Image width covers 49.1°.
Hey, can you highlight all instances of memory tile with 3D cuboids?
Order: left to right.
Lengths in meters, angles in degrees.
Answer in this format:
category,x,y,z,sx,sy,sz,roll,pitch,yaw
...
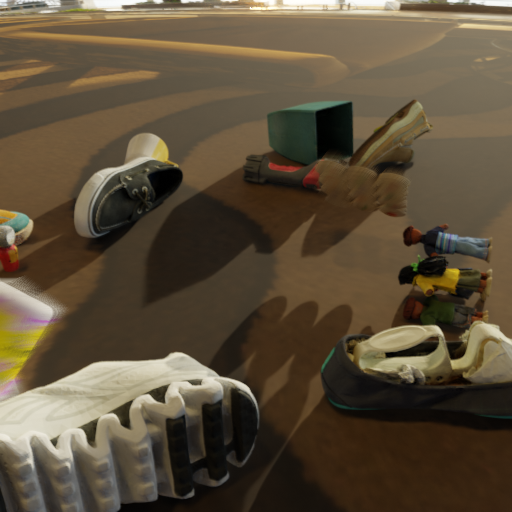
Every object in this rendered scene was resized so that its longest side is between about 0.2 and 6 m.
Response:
category,x,y,z,sx,sy,sz,roll,pitch,yaw
memory tile,1.665,-1.000,8.747,1.407,0.154,1.836,15,-8,16

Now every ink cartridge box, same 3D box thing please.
category,x,y,z,sx,sy,sz,roll,pitch,yaw
ink cartridge box,-3.109,1.470,5.713,0.481,0.852,1.161,8,31,21

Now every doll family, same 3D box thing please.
category,x,y,z,sx,sy,sz,roll,pitch,yaw
doll family,2.664,0.231,8.052,1.301,0.883,2.250,7,25,20

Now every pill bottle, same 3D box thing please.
category,x,y,z,sx,sy,sz,roll,pitch,yaw
pill bottle,-2.484,0.909,5.096,0.682,0.682,1.308,20,74,31

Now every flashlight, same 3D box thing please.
category,x,y,z,sx,sy,sz,roll,pitch,yaw
flashlight,0.742,-1.800,11.764,1.993,0.677,0.675,12,26,20

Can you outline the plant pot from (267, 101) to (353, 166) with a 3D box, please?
category,x,y,z,sx,sy,sz,roll,pitch,yaw
plant pot,1.192,-2.987,13.337,1.296,1.296,1.834,-23,30,-35

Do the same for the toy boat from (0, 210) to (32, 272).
category,x,y,z,sx,sy,sz,roll,pitch,yaw
toy boat,-4.235,-0.358,9.119,1.330,0.735,1.582,-20,35,-33

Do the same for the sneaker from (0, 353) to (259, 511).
category,x,y,z,sx,sy,sz,roll,pitch,yaw
sneaker,-1.782,1.714,5.044,3.528,1.326,1.430,-7,23,-29

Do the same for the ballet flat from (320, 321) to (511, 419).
category,x,y,z,sx,sy,sz,roll,pitch,yaw
ballet flat,2.126,1.205,6.110,2.817,1.029,1.029,1,29,1

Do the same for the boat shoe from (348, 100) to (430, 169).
category,x,y,z,sx,sy,sz,roll,pitch,yaw
boat shoe,3.215,-2.556,12.840,2.732,1.040,0.979,-43,7,-27

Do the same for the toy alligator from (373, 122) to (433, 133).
category,x,y,z,sx,sy,sz,roll,pitch,yaw
toy alligator,3.474,-2.914,13.905,2.128,0.631,0.577,-18,-7,-28

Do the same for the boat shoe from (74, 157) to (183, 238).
category,x,y,z,sx,sy,sz,roll,pitch,yaw
boat shoe,-2.258,-1.172,10.325,0.845,1.025,2.985,8,28,14

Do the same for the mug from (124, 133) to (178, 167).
category,x,y,z,sx,sy,sz,roll,pitch,yaw
mug,-2.323,-2.058,12.086,1.108,0.887,0.910,-3,37,7
